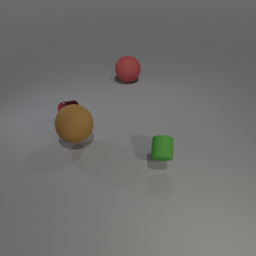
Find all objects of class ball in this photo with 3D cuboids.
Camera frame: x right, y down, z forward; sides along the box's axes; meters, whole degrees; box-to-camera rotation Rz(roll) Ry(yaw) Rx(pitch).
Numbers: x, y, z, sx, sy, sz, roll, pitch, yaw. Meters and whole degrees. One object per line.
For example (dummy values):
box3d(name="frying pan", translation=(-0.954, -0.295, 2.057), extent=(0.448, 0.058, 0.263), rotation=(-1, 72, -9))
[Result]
box3d(name="ball", translation=(-1.949, -0.156, 10.175), extent=(1.400, 1.400, 1.400), rotation=(0, 33, 0))
box3d(name="ball", translation=(-0.003, -3.240, 15.339), extent=(1.400, 1.400, 1.400), rotation=(0, 33, 0))

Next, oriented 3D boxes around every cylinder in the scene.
box3d(name="cylinder", translation=(1.111, 0.655, 9.018), extent=(0.700, 0.700, 0.700), rotation=(4, 74, 6))
box3d(name="cylinder", translation=(-2.566, -0.817, 12.165), extent=(0.700, 0.700, 0.700), rotation=(23, 26, 31))
